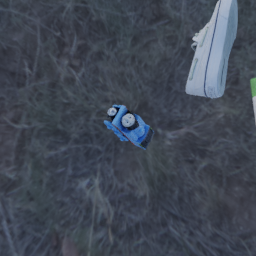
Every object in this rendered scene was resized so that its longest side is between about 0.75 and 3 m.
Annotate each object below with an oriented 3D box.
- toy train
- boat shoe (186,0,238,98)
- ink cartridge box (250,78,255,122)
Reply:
[{"bbox_3d":[0.046,-0.030,6.498,0.820,1.435,0.622,21,76,29],"label":"toy train"},{"bbox_3d":[1.462,-1.524,4.999,0.681,0.751,2.041,6,70,32],"label":"boat shoe"},{"bbox_3d":[3.437,0.455,5.857,1.184,2.041,2.819,-11,43,27],"label":"ink cartridge box"}]
